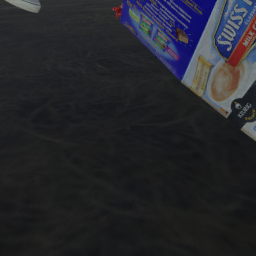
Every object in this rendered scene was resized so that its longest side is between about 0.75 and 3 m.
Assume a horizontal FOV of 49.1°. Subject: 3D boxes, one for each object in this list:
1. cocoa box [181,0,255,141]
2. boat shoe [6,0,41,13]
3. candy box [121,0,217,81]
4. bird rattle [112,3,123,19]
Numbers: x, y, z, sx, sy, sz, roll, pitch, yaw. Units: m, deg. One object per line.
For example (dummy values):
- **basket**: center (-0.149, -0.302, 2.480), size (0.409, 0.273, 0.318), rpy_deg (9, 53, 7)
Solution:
- **cocoa box**: center (2.186, -1.369, 3.778), size (1.723, 2.626, 1.751), rpy_deg (41, 62, 16)
- **boat shoe**: center (-3.269, -4.210, 7.761), size (2.721, 0.969, 0.949), rpy_deg (45, 30, 22)
- **candy box**: center (1.107, -2.833, 6.334), size (1.119, 2.906, 2.457), rpy_deg (-40, 81, -16)
- **bird rattle**: center (-0.034, -3.987, 9.088), size (0.961, 0.541, 0.784), rpy_deg (-26, 27, 47)
